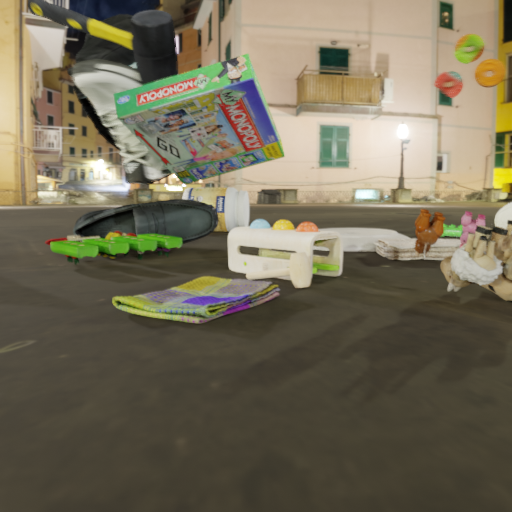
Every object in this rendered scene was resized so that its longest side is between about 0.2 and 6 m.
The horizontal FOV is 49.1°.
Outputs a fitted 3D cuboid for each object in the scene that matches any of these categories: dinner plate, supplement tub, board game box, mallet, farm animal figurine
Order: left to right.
[{"bbox_3d":[-2.260,-3.354,7.938,2.834,0.933,0.583,32,51,18],"label":"mallet"},{"bbox_3d":[-0.671,-1.860,8.257,1.825,0.395,2.712,-13,-13,9],"label":"board game box"},{"bbox_3d":[-1.222,-1.418,17.193,1.901,1.373,1.373,1,7,8],"label":"supplement tub"},{"bbox_3d":[2.264,-0.410,13.195,3.068,0.372,3.068,-1,7,0],"label":"dinner plate"},{"bbox_3d":[2.812,0.089,6.842,1.797,0.937,1.777,5,17,-18],"label":"farm animal figurine"}]

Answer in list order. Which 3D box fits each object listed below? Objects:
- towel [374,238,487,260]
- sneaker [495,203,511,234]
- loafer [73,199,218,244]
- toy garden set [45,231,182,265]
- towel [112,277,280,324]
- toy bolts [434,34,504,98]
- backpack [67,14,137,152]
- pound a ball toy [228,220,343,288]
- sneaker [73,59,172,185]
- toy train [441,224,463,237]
[{"bbox_3d":[3.368,-0.152,10.825,2.028,0.350,1.344,0,7,1],"label":"towel"},{"bbox_3d":[7.319,-0.856,14.079,1.250,1.158,3.083,-14,13,-32],"label":"sneaker"},{"bbox_3d":[-2.409,-0.636,12.298,3.145,1.068,1.104,-5,11,1],"label":"loafer"},{"bbox_3d":[-2.789,-0.127,10.484,1.806,0.432,2.167,9,12,44],"label":"toy garden set"},{"bbox_3d":[-0.616,0.452,6.314,1.227,0.195,1.709,5,8,29],"label":"towel"},{"bbox_3d":[4.036,-3.495,10.658,1.091,1.142,0.792,42,30,2],"label":"toy bolts"},{"bbox_3d":[-2.277,-3.100,10.716,1.547,2.444,2.039,-8,45,16],"label":"backpack"},{"bbox_3d":[0.343,-0.099,8.264,1.288,0.839,1.976,-6,9,-44],"label":"pound a ball toy"},{"bbox_3d":[-1.887,-1.906,8.673,0.930,1.419,2.465,0,-12,25],"label":"sneaker"},{"bbox_3d":[5.250,-0.679,15.567,1.612,0.336,0.455,6,19,43],"label":"toy train"}]
